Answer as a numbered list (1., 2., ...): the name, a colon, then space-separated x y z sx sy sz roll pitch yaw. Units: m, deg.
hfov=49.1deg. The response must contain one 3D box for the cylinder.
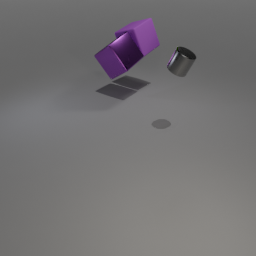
1. cylinder: 1.708 -2.111 8.949 0.700 0.700 0.700 16 40 -14

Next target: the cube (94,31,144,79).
1. cube: -0.417 -3.363 13.088 1.400 1.400 1.400 -46 19 -31

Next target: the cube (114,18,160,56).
1. cube: 0.466 -4.396 13.834 1.400 1.400 1.400 9 42 46
